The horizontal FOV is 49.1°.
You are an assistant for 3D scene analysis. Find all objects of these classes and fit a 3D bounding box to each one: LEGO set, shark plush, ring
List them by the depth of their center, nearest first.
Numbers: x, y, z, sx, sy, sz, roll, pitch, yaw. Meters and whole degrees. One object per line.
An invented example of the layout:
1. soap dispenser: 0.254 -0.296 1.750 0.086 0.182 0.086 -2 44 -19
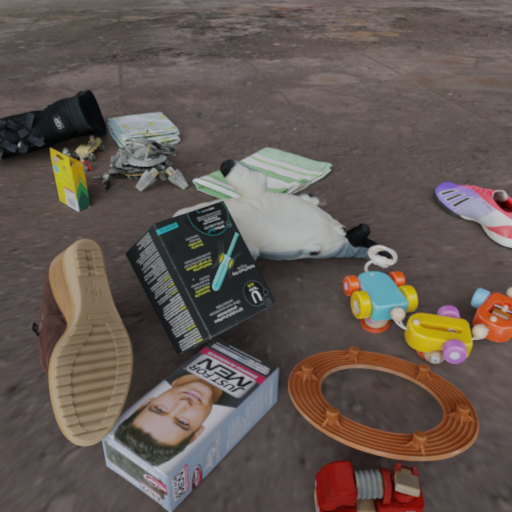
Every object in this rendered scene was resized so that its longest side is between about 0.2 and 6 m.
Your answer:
1. ring: 1.301 1.415 5.790 1.944 0.186 1.944 6 19 -2
2. shark plush: 0.470 -0.462 8.458 3.359 1.399 1.526 -2 76 -20
3. LEGO set: -2.744 -2.148 11.708 3.121 0.885 2.027 9 34 14

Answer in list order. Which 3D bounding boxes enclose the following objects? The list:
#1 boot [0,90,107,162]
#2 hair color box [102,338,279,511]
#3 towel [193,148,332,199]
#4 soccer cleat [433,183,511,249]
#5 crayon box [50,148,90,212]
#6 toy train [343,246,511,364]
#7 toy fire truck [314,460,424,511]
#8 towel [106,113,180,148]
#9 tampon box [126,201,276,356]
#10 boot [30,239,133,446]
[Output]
1. boot: -4.808 -2.894 12.698 2.399 1.084 2.928 -18 16 0
2. hair color box: -0.632 1.692 5.974 0.902 0.552 1.821 21 36 30
3. towel: 0.156 -1.637 11.477 1.874 0.287 2.457 23 39 32
4. soccer cleat: 4.009 -0.938 9.909 0.737 0.791 2.162 -13 35 -19
5. crayon box: -3.463 -1.444 10.425 0.692 1.090 0.277 28 42 35
6. toy train: 2.345 0.755 7.470 2.387 0.664 1.793 25 39 28
7. toy fire truck: 1.032 2.069 4.927 0.957 1.087 0.699 0 37 0
8. towel: -2.752 -3.038 13.579 1.443 0.406 1.686 -11 34 -22
9. tampon box: -0.663 0.262 6.628 1.053 0.887 1.405 -23 83 -39
10. boot: -2.018 1.079 6.198 0.799 1.838 2.210 6 61 -29
